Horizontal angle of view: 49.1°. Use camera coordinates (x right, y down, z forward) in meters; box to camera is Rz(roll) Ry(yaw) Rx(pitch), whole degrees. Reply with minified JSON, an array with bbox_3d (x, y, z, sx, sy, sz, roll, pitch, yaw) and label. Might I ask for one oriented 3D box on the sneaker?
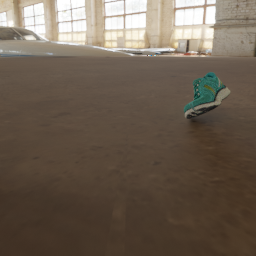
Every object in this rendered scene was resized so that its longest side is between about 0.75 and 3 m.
[{"bbox_3d":[2.168,-0.976,8.189,0.938,0.964,2.421,-28,6,40],"label":"sneaker"}]
